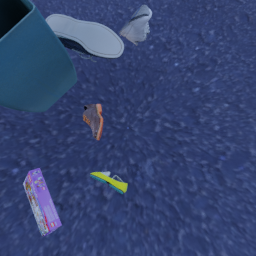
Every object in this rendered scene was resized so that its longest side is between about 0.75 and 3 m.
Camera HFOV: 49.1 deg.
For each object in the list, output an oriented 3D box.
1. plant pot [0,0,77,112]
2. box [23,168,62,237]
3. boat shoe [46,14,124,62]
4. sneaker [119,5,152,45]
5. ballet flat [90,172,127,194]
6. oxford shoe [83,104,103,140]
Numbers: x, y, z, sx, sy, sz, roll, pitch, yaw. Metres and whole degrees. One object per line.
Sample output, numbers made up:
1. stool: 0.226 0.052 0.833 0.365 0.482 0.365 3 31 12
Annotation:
1. plant pot: -2.577 -1.643 6.503 2.029 2.871 2.028 -43 67 -1
2. box: -1.575 1.360 5.077 0.213 0.744 1.088 -16 72 -34
3. boat shoe: -1.194 -2.418 7.796 2.377 0.735 0.890 18 79 9
4. sneaker: 0.366 -3.020 8.315 0.771 1.771 0.660 40 80 -13
5. ballet flat: -0.407 1.158 6.294 0.886 0.296 0.297 27 69 7
6. oxford shoe: -0.711 -0.125 5.565 0.385 0.377 1.057 5 33 -14
